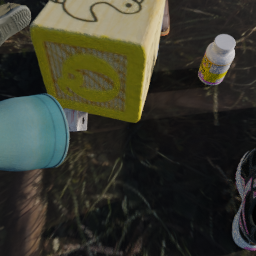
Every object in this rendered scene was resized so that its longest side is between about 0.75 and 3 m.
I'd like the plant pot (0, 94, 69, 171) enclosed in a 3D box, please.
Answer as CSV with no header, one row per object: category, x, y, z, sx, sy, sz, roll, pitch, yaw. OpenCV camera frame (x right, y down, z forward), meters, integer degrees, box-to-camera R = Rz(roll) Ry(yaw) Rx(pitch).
plant pot,-1.571,0.103,3.834,1.058,1.126,1.126,-10,56,-48

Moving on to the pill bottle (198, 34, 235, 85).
pill bottle,2.534,-1.926,7.970,0.776,1.489,0.776,0,64,0

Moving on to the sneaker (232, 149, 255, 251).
sneaker,3.128,1.566,6.511,0.975,1.048,2.427,12,64,4

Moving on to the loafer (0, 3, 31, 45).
loafer,-4.365,-3.244,9.012,0.889,0.960,2.552,36,60,21

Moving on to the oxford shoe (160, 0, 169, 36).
oxford shoe,0.848,-4.415,9.344,1.015,1.038,2.847,-8,72,-12

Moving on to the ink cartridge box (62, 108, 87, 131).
ink cartridge box,-1.733,-0.274,7.774,1.157,0.390,0.678,-2,64,-1

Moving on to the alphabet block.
alphabet block,-0.568,-2.084,7.228,2.585,2.598,2.646,11,55,7
